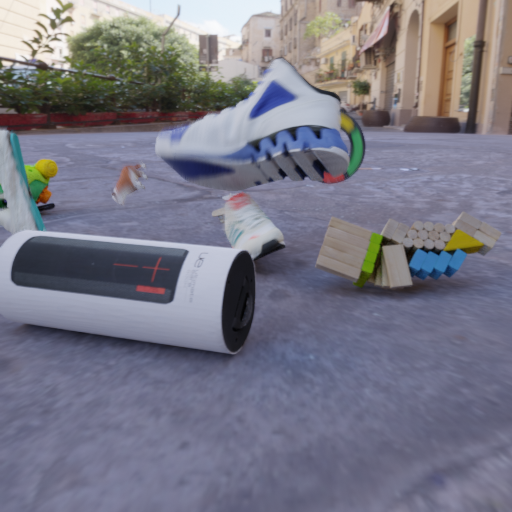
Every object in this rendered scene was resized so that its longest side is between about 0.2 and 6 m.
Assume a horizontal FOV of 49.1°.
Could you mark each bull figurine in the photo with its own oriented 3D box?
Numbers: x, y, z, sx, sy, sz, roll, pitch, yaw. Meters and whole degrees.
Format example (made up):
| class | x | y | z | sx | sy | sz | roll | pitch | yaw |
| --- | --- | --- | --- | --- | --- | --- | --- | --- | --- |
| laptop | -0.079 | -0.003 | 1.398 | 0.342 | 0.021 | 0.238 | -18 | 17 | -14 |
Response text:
| class | x | y | z | sx | sy | sz | roll | pitch | yaw |
| --- | --- | --- | --- | --- | --- | --- | --- | --- | --- |
| bull figurine | -2.461 | -1.419 | 10.896 | 0.596 | 0.320 | 0.981 | -6 | 50 | 8 |

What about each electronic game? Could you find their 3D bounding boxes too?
| class | x | y | z | sx | sy | sz | roll | pitch | yaw |
| --- | --- | --- | --- | --- | --- | --- | --- | --- | --- |
| electronic game | 1.547 | -2.329 | 11.993 | 1.580 | 1.580 | 0.329 | 6 | 22 | 20 |

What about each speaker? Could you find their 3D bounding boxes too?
| class | x | y | z | sx | sy | sz | roll | pitch | yaw |
| --- | --- | --- | --- | --- | --- | --- | --- | --- | --- |
| speaker | -1.518 | 0.385 | 6.611 | 2.961 | 1.202 | 1.202 | 6 | 17 | 18 |

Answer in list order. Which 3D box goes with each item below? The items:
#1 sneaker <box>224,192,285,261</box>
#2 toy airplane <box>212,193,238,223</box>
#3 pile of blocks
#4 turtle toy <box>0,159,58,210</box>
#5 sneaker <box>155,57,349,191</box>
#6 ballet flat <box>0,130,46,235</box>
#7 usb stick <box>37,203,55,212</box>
| class | x | y | z | sx | sy | sz | roll | pitch | yaw |
| --- | --- | --- | --- | --- | --- | --- | --- | --- | --- |
| sneaker | -0.175 | -0.525 | 9.488 | 0.776 | 1.030 | 2.204 | -24 | 11 | -8 |
| toy airplane | -0.498 | -1.032 | 12.787 | 0.801 | 0.565 | 0.798 | 21 | 56 | 22 |
| pile of blocks | 2.203 | 0.052 | 8.409 | 2.763 | 1.134 | 0.859 | -3 | -22 | -3 |
| turtle toy | -6.005 | -1.586 | 13.428 | 1.799 | 1.247 | 2.468 | 3 | 17 | 30 |
| sneaker | 0.060 | -2.252 | 9.592 | 3.266 | 1.886 | 1.319 | 0 | -21 | 22 |
| ballet flat | -3.383 | -0.794 | 7.799 | 0.670 | 1.866 | 0.670 | -17 | 1 | 0 |
| usb stick | -5.240 | -1.177 | 13.774 | 0.799 | 0.130 | 0.222 | -4 | 32 | 37 |
